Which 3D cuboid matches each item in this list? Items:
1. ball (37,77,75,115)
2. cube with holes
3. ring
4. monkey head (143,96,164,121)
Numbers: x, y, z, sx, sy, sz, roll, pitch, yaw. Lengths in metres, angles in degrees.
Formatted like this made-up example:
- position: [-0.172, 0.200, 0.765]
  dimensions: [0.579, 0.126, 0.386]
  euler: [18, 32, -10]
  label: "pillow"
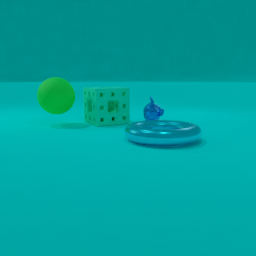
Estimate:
- position: [-2.313, -1.033, 9.054]
  dimensions: [1.198, 1.198, 1.198]
  euler: [0, 10, 0]
  label: "ball"
- position: [-0.744, -0.771, 9.507]
  dimensions: [1.190, 1.190, 1.190]
  euler: [-6, 12, -28]
  label: "cube with holes"
- position: [0.862, 0.094, 6.984]
  dimensions: [1.907, 0.381, 1.907]
  euler: [0, 9, 0]
  label: "ring"
- position: [0.831, -0.535, 9.223]
  dimensions: [0.604, 1.002, 0.721]
  euler: [19, -10, -14]
  label: "monkey head"
